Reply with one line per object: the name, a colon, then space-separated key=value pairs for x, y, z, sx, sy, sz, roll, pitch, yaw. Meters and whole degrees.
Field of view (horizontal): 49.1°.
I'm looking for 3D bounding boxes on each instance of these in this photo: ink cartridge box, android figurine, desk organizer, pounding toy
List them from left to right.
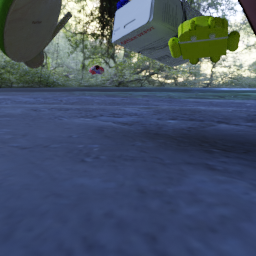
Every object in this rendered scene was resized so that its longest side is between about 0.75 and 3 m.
pounding toy: x=-2.769 y=-2.911 z=7.134 sx=1.360 sy=2.263 sz=2.932 roll=30 pitch=-2 yaw=2
ink cartridge box: x=1.255 y=-3.294 z=9.621 sx=2.932 sy=1.227 sz=2.127 roll=12 pitch=-10 yaw=-35
android figurine: x=2.103 y=-2.397 z=7.798 sx=1.908 sy=0.430 sz=2.096 roll=-1 pitch=-15 yaw=15
desk organizer: x=3.768 y=-3.310 z=7.495 sx=2.789 sy=1.000 sz=1.074 roll=32 pitch=24 yaw=-43

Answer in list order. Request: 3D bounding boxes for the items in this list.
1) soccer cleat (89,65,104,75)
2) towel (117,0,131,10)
soccer cleat: x=-0.986 y=-1.969 z=9.368 sx=0.328 sy=0.286 sz=0.859 roll=-44 pitch=-7 yaw=29
towel: x=0.251 y=-4.792 z=11.130 sx=1.388 sy=0.466 sz=1.879 roll=8 pitch=29 yaw=-7
